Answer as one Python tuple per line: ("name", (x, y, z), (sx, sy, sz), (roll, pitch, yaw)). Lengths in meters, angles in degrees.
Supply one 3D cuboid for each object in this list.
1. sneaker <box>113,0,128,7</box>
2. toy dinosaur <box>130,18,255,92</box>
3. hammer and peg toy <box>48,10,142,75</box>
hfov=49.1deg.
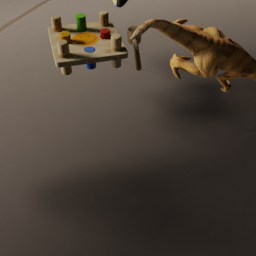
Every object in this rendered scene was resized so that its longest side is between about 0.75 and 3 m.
("sneaker", (-0.299, -4.095, 6.838), (0.885, 2.317, 0.874), (27, 62, 16))
("toy dinosaur", (1.000, -1.071, 3.679), (2.956, 0.893, 1.570), (12, 11, -32))
("hammer and peg toy", (-0.657, -2.135, 6.821), (2.389, 0.842, 1.757), (-10, 48, -13))
